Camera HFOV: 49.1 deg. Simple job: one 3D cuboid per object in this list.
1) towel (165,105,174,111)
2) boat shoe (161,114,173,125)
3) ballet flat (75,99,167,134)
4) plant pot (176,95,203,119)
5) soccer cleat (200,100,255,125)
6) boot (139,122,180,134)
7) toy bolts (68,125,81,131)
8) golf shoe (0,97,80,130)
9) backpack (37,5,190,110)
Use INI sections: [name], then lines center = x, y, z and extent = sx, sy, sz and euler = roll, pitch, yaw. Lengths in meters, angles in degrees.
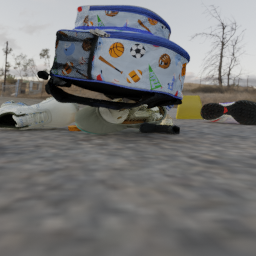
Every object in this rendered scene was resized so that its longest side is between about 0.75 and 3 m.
[towel]
center = 0.303, -1.513, 9.888
extent = 2.045, 0.337, 2.825
euler = 37, 1, -23
[boat shoe]
center = 1.380, -0.304, 10.094
extent = 0.492, 0.443, 1.365
euler = 0, 5, 5
[ballet flat]
center = -0.074, -0.432, 7.664
extent = 2.872, 0.968, 0.915
euler = -2, -34, -40
[plant pot]
center = 3.258, -1.103, 14.823
extent = 1.386, 1.223, 1.386
euler = 1, 4, 9
[soccer cleat]
center = 4.269, -0.585, 11.119
extent = 1.003, 0.935, 2.740
euler = 7, -2, -42
[boot]
center = 0.838, 0.032, 7.433
extent = 0.719, 0.286, 0.873
euler = -7, 13, -44
[toy bolts]
center = -1.164, -0.311, 8.255
extent = 1.069, 0.776, 1.119
euler = -3, 6, -35
[golf shoe]
center = -2.796, -0.279, 8.475
extent = 2.657, 1.040, 1.292
euler = -5, 21, 8
[backpack]
center = 0.005, -1.496, 6.515
extent = 2.794, 2.260, 2.933
euler = 21, 14, 26
